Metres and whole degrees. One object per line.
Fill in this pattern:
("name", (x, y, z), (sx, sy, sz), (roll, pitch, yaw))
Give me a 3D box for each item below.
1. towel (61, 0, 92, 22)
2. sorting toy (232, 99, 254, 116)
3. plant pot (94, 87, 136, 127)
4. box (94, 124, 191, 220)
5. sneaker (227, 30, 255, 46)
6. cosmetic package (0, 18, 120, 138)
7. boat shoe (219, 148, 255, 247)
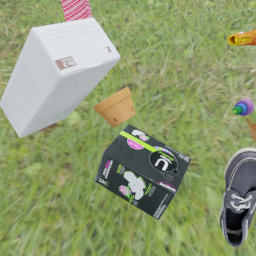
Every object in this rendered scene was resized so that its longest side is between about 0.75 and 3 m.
("towel", (-1.660, -3.791, 8.884), (1.014, 0.158, 1.403), (-19, 81, 28))
("sorting toy", (2.560, -0.262, 4.729), (0.599, 0.603, 1.740), (-20, 20, -39))
("plant pot", (-0.244, -0.434, 6.341), (0.901, 0.901, 0.631), (-31, 97, -17))
("box", (0.296, 0.855, 5.727), (1.534, 0.953, 1.139), (29, 40, 9))
("sneaker", (2.408, -1.786, 5.688), (0.356, 0.337, 0.923), (-25, 18, -14))
("cosmetic package", (-1.633, -0.973, 6.126), (1.505, 2.961, 1.096), (-30, 85, -42))
("boat shoe", (2.200, 1.393, 5.333), (0.789, 2.172, 0.681), (6, 32, 10))
